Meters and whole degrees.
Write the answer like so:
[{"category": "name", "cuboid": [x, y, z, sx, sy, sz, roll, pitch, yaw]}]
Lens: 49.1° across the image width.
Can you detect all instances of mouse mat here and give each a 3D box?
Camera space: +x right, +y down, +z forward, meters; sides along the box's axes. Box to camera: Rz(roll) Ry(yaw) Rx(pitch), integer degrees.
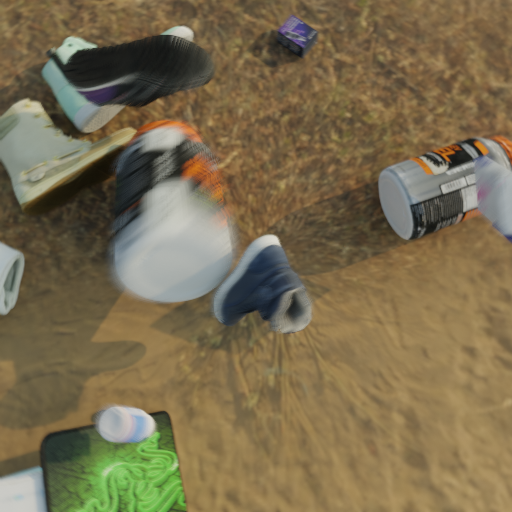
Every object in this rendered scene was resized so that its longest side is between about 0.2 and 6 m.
[{"category": "mouse mat", "cuboid": [-2.064, 3.775, 8.762, 0.111, 2.962, 2.383, -20, 74, 25]}]

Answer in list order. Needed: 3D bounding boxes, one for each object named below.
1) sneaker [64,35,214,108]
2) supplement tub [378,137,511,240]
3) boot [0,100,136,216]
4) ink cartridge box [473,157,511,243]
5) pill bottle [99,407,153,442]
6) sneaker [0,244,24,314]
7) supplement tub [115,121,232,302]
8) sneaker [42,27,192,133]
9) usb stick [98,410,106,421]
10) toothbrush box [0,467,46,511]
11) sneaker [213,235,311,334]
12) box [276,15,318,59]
[{"category": "sneaker", "cuboid": [-2.012, -3.263, 10.229, 2.630, 1.152, 0.996, 0, 77, 6]}, {"category": "supplement tub", "cuboid": [3.693, -1.344, 10.680, 2.397, 1.469, 1.469, -20, 76, -6]}, {"category": "boot", "cuboid": [-3.854, -2.312, 11.207, 2.708, 0.976, 2.094, -32, 77, -7]}, {"category": "ink cartridge box", "cuboid": [3.836, -0.851, 8.992, 0.272, 1.231, 1.254, -11, 109, 7]}, {"category": "pill bottle", "cuboid": [-1.758, 2.337, 7.730, 0.454, 0.809, 0.454, -7, 69, 20]}, {"category": "sneaker", "cuboid": [-5.471, 0.914, 10.315, 1.633, 1.041, 2.825, 23, 75, 9]}, {"category": "supplement tub", "cuboid": [-1.521, -0.894, 9.885, 1.895, 1.895, 3.093, -10, 49, -3]}, {"category": "sneaker", "cuboid": [-2.917, -4.165, 11.533, 3.094, 1.139, 1.825, -39, 85, -7]}, {"category": "usb stick", "cuboid": [-2.520, 2.949, 10.255, 0.732, 0.119, 0.203, 5, 75, 1]}, {"category": "toothbrush box", "cuboid": [-3.236, 4.244, 8.684, 1.066, 2.499, 1.830, -11, 75, -2]}, {"category": "sneaker", "cuboid": [0.072, 0.848, 8.884, 0.751, 1.974, 1.426, -7, 52, -37]}, {"category": "box", "cuboid": [0.890, -4.744, 12.125, 0.739, 0.386, 0.547, 36, 78, 9]}]
